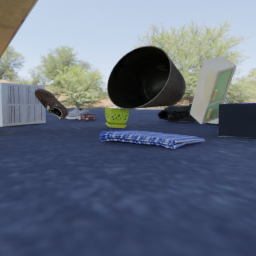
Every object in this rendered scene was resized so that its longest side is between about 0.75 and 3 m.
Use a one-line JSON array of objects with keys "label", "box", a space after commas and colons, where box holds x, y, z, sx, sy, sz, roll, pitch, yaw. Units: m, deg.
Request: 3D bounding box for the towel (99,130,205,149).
[{"label": "towel", "box": [0.545, 0.260, 6.716, 2.116, 0.252, 1.532, 5, 5, 36]}]

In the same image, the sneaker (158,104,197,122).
[{"label": "sneaker", "box": [2.621, -0.658, 14.169, 1.147, 0.960, 2.528, -17, 8, -42]}]

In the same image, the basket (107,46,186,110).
[{"label": "basket", "box": [1.005, -1.732, 10.940, 2.637, 1.989, 2.925, -32, -14, 25]}]

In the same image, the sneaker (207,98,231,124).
[{"label": "sneaker", "box": [4.583, -0.745, 12.436, 2.642, 1.171, 1.016, 2, 5, 17]}]

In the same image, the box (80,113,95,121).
[{"label": "box", "box": [-2.216, -0.592, 15.317, 0.534, 0.400, 1.066, -2, 7, -26]}]

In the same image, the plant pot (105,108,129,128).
[{"label": "plant pot", "box": [-0.437, -0.385, 10.712, 0.776, 0.708, 0.780, 2, 7, -20]}]

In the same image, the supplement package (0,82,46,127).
[{"label": "supplement package", "box": [-5.089, -1.024, 12.221, 1.767, 1.754, 2.328, 3, 6, 28]}]

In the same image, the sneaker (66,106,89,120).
[{"label": "sneaker", "box": [-3.013, -0.890, 16.509, 1.862, 0.763, 0.696, 2, 5, 25]}]

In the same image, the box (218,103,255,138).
[{"label": "box", "box": [3.814, -0.269, 8.288, 1.769, 0.988, 2.507, 0, 4, 29]}]

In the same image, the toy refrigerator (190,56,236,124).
[{"label": "toy refrigerator", "box": [2.667, -1.137, 8.884, 0.770, 2.029, 0.710, -18, 47, -24]}]

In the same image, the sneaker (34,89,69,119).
[{"label": "sneaker", "box": [-2.916, -0.905, 10.506, 1.514, 0.533, 0.572, 37, 26, -7]}]
